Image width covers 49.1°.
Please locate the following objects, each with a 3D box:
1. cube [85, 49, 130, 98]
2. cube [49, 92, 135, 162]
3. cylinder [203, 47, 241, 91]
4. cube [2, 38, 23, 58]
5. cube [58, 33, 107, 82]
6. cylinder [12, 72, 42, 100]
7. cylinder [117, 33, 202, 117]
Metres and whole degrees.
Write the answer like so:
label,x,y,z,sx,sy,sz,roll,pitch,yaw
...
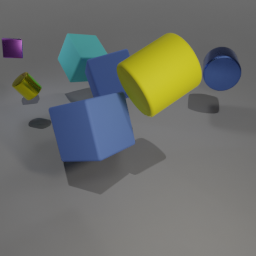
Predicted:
label,x,y,z,sx,sy,sz,roll,pitch,yaw
cube,-0.563,-1.655,9.569,1.400,1.400,1.400,-19,0,-12
cube,-0.880,-0.036,7.048,1.400,1.400,1.400,-6,10,39
cylinder,3.732,-2.390,11.235,1.400,1.400,1.400,7,32,11
cube,-4.435,-3.073,10.757,0.700,0.700,0.700,-4,20,-21
cube,-1.876,-2.915,11.736,1.400,1.400,1.400,-11,61,-39
cylinder,-3.463,-1.432,9.611,0.700,0.700,0.700,-23,40,21
cylinder,0.687,-1.189,6.369,1.400,1.400,1.400,-34,41,-9
